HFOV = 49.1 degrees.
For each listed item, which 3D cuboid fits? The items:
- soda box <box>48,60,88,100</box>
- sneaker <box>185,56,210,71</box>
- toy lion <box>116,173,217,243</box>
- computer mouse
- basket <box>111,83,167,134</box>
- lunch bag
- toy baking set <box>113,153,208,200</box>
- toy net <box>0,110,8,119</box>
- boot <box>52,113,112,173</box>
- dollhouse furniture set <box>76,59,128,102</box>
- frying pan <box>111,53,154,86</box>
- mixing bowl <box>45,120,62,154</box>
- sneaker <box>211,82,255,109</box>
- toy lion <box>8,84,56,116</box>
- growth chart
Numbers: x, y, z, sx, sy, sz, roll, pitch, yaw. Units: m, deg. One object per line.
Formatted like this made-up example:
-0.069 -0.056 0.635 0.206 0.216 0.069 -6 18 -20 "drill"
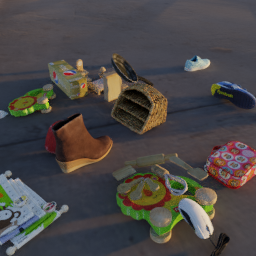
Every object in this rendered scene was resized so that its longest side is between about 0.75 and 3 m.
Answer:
-2.993 -2.428 13.799 0.878 0.929 2.742 -21 40 -26 "soda box"
3.984 -3.731 15.782 1.791 0.734 0.662 -24 43 -29 "sneaker"
0.943 1.968 7.989 2.333 0.801 2.236 -16 31 -22 "toy lion"
1.866 2.422 6.968 0.861 0.345 1.570 -27 73 -37 "computer mouse"
0.402 -0.898 11.266 1.471 1.410 1.975 -25 42 -32 "basket"
3.366 1.081 9.120 1.702 0.697 1.499 -25 43 -31 "lunch bag"
0.869 1.407 8.372 2.774 0.323 2.129 -12 24 7 "toy baking set"
-5.758 -0.439 11.586 1.526 0.295 0.801 -20 40 -26 "toy net"
-1.396 0.324 9.178 0.809 1.859 2.235 29 45 34 "boot"
-1.270 -2.607 13.769 1.483 1.267 2.861 -26 43 -31 "dollhouse furniture set"
0.092 -2.458 12.107 2.510 0.409 1.519 1 55 -59 "frying pan"
-2.300 0.209 10.111 1.486 0.805 1.486 -1 27 0 "mixing bowl"
4.923 -1.592 12.770 0.906 0.815 2.203 -23 43 -32 "sneaker"
-4.299 -1.179 12.451 1.831 0.656 1.911 -7 35 3 "toy lion"
-3.433 2.282 7.864 2.933 0.260 2.123 23 43 29 "growth chart"
